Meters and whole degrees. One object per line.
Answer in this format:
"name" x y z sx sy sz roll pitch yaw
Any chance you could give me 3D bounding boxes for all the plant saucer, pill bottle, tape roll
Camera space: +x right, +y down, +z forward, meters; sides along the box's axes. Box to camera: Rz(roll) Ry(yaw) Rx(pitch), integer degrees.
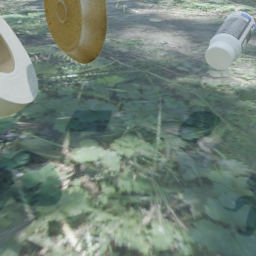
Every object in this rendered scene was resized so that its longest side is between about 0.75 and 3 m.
"plant saucer" -1.177 -2.319 5.593 0.373 2.106 2.106 -20 39 -36
"pill bottle" 2.756 -2.349 7.587 0.885 0.885 1.555 22 61 29
"tape roll" -2.822 -1.552 5.113 0.530 2.899 2.899 -31 34 12
